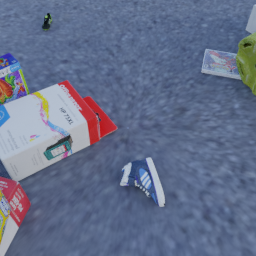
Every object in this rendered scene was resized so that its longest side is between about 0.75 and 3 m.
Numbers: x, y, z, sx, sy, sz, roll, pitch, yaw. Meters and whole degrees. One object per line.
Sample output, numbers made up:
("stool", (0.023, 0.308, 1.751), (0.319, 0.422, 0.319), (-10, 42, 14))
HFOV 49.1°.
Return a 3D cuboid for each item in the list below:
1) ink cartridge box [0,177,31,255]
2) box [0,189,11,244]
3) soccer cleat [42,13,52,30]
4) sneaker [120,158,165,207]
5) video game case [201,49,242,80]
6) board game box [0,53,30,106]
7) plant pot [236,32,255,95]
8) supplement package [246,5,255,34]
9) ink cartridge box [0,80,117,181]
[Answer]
("ink cartridge box", (-3.255, 2.037, 5.120), (1.799, 1.016, 2.451), (12, 50, 9))
("box", (-2.821, 1.642, 4.163), (1.548, 0.945, 1.491), (3, 49, -1))
("soccer cleat", (-3.165, -4.132, 10.872), (0.308, 0.370, 0.913), (0, 49, 0))
("sneaker", (0.277, 1.282, 6.239), (0.851, 0.468, 1.163), (-20, 64, 7))
("video game case", (3.185, -2.139, 9.300), (1.347, 0.155, 1.228), (12, 50, 10))
("board game box", (-3.727, -0.680, 7.091), (2.356, 1.584, 0.527), (-35, 59, -26))
("plant pot", (4.646, -2.110, 7.926), (2.513, 2.734, 2.734), (-23, 52, -4))
("supplement package", (5.341, -3.736, 10.103), (1.009, 1.021, 1.685), (-23, 53, -19))
("ink cartridge box", (-1.868, -0.134, 7.026), (2.878, 0.968, 1.672), (-27, 55, -22))
